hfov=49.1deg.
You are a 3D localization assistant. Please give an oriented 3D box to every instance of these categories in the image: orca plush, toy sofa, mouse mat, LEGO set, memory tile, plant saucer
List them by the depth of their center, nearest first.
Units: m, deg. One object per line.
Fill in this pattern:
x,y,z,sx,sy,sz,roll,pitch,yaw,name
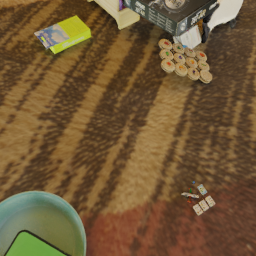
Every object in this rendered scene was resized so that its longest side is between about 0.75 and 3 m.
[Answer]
-2.037,3.607,5.661,1.965,0.092,2.442,28,73,6,mouse mat
-2.140,2.662,6.243,2.441,0.439,2.441,1,70,-3,plant saucer
1.784,1.775,7.233,0.578,0.190,0.774,-28,73,-17,LEGO set
1.919,-2.246,9.353,1.881,0.158,1.442,12,57,-18,memory tile
3.380,-4.274,10.867,1.437,0.971,2.731,41,69,-27,orca plush
-0.618,-5.141,10.994,1.024,1.207,2.473,-32,62,-20,toy sofa

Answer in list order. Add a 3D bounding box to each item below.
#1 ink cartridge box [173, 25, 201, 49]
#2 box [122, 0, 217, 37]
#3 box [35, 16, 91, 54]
2.124,-3.179,10.010,0.930,0.672,0.394,-37,34,-21,ink cartridge box
1.446,-4.560,9.981,2.159,0.587,2.695,-38,64,-21,box
-2.395,-3.442,10.357,1.769,0.422,1.079,-31,62,-18,box
